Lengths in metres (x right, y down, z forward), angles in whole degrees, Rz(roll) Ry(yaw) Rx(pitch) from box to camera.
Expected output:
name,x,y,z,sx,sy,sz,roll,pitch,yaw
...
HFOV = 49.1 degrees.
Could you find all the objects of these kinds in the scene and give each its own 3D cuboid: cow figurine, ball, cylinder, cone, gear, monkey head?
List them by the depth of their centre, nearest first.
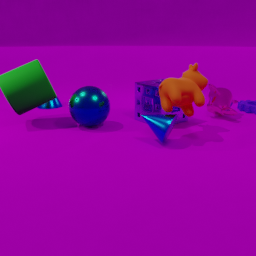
name,x,y,z,sx,sy,sz,roll,pitch,yaw
cone,0.744,-0.165,7.662,0.908,0.905,0.905,28,26,15
cow figurine,1.571,-1.183,8.052,1.729,0.949,1.702,7,54,-27
ball,-1.225,-0.689,8.987,1.325,1.325,1.325,0,18,0
cylinder,-3.242,-1.315,9.108,1.377,1.377,1.377,-28,25,-11
monkey head,3.423,-0.935,9.949,1.643,0.990,1.182,22,-1,-33
gear,5.092,-0.836,11.076,1.399,0.259,1.399,1,19,0
cone,-3.294,-1.427,11.616,1.065,1.069,1.065,1,18,0

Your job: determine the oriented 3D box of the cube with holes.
name,x,y,z,sx,sy,sz,roll,pitch,yaw
cube with holes,1.153,-0.899,9.597,1.321,1.321,1.321,-14,23,-37
